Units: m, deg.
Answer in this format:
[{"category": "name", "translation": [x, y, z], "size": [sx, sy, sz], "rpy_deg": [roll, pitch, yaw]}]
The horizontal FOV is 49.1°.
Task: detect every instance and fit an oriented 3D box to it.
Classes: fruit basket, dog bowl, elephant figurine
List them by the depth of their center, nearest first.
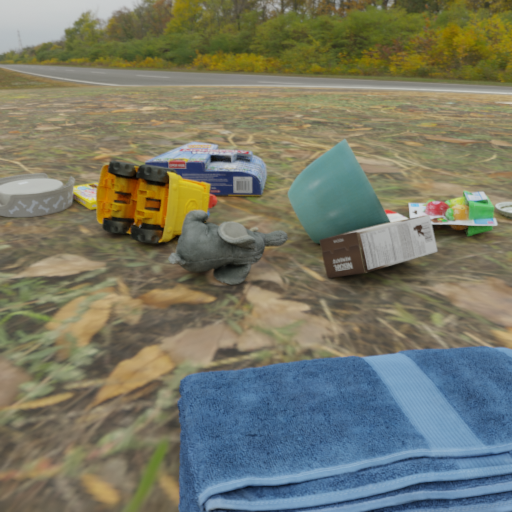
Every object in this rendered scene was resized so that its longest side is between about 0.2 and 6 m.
[{"category": "elephant figurine", "translation": [-0.395, -0.139, 9.179], "size": [1.649, 1.279, 1.167], "rpy_deg": [10, -21, 8]}, {"category": "fruit basket", "translation": [4.022, -0.941, 11.600], "size": [1.629, 0.764, 1.509], "rpy_deg": [7, 22, 12]}, {"category": "dog bowl", "translation": [-5.270, -1.428, 13.131], "size": [2.027, 0.594, 2.027], "rpy_deg": [0, 21, 0]}]

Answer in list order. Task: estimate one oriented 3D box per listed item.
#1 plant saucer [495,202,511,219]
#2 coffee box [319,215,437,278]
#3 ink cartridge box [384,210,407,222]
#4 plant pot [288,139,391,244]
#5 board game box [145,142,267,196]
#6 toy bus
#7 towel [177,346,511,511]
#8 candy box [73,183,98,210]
[{"category": "plant saucer", "translation": [5.794, -0.972, 12.463], "size": [0.906, 0.227, 0.906], "rpy_deg": [0, 21, 0]}, {"category": "coffee box", "translation": [2.045, -0.163, 9.372], "size": [1.705, 0.681, 0.964], "rpy_deg": [-13, 1, -31]}, {"category": "ink cartridge box", "translation": [2.685, -0.584, 11.256], "size": [0.657, 0.380, 1.131], "rpy_deg": [-8, 23, -19]}, {"category": "plant pot", "translation": [1.483, -1.072, 10.669], "size": [1.455, 1.813, 1.813], "rpy_deg": [-28, 18, 12]}, {"category": "board game box", "translation": [-1.211, -2.435, 15.267], "size": [2.945, 0.908, 2.943], "rpy_deg": [1, 22, 3]}, {"category": "toy bus", "translation": [-1.905, -1.110, 11.444], "size": [2.140, 1.452, 2.055], "rpy_deg": [14, 12, 36]}, {"category": "towel", "translation": [1.180, 1.566, 5.009], "size": [3.807, 0.924, 2.126], "rpy_deg": [-4, 21, -9]}, {"category": "candy box", "translation": [-3.977, -1.479, 13.768], "size": [0.875, 0.226, 1.713], "rpy_deg": [-18, 28, -33]}]
